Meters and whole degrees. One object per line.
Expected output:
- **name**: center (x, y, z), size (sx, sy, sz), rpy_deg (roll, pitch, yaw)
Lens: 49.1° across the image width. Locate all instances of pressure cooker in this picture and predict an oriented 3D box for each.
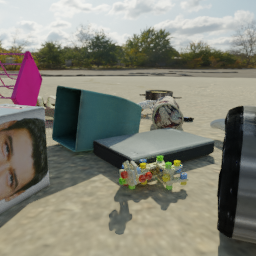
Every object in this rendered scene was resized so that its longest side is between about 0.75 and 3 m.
- **pressure cooker**: center (2.083, 0.583, 3.295), size (1.923, 1.691, 1.718), rpy_deg (6, -2, 20)

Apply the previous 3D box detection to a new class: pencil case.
- **pencil case**: center (1.356, -0.488, 9.639), size (0.949, 1.091, 2.440), rpy_deg (-27, 8, 12)

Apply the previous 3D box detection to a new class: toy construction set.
- **toy construction set**: center (0.340, 0.814, 4.877), size (1.288, 0.593, 0.844), rpy_deg (4, 8, -36)

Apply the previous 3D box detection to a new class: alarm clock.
- **alarm clock**: center (1.877, -1.667, 15.215), size (2.238, 0.745, 1.509), rpy_deg (7, 14, 36)

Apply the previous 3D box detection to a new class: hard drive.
- **hard drive**: center (0.614, 0.458, 6.684), size (2.392, 0.393, 1.669), rpy_deg (-9, 15, -33)

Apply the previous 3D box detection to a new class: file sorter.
- **file sorter**: center (-4.099, -1.429, 9.937), size (1.332, 2.123, 1.476), rpy_deg (0, -32, 4)

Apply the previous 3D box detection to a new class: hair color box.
- **hair color box**: center (-2.359, 0.583, 3.750), size (0.886, 1.447, 2.923), rpy_deg (5, 14, 22)

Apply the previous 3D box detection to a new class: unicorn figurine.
- **unicorn figurine**: center (0.747, -0.896, 11.956), size (1.797, 0.664, 1.234), rpy_deg (-2, 17, -27)

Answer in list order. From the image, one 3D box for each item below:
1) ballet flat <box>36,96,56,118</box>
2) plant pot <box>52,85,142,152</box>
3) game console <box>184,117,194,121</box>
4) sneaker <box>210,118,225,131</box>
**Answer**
- **ballet flat**: center (-3.232, -0.845, 11.052), size (2.879, 0.917, 0.970), rpy_deg (5, 25, 19)
- **plant pot**: center (-0.733, -0.261, 7.624), size (2.097, 1.482, 1.482), rpy_deg (2, 9, -36)
- **game console**: center (1.928, -0.441, 11.131), size (1.416, 0.171, 0.835), rpy_deg (8, 15, 30)
- **sneaker**: center (2.795, 0.015, 7.877), size (0.461, 0.537, 1.267), rpy_deg (10, -8, -27)
